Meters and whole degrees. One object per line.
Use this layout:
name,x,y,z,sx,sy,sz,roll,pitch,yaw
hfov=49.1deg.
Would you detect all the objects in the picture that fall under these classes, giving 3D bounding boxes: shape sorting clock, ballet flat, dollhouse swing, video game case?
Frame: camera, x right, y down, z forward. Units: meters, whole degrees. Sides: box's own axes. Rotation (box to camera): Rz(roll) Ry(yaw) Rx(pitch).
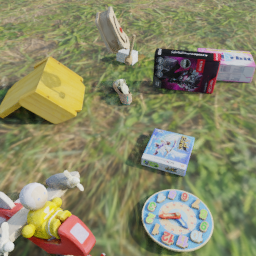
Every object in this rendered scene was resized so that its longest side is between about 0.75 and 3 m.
shape sorting clock,1.330,2.407,7.558,1.911,0.375,1.911,0,41,0
ballet flat,-0.221,-1.734,12.097,0.630,0.622,1.851,-13,43,-15
dollhouse swing,-3.519,-1.164,11.562,2.449,2.369,2.695,33,32,-27
video game case,1.376,0.762,9.447,1.445,0.362,1.594,14,43,15

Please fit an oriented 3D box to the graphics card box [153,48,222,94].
graphics card box,2.463,-2.455,12.083,2.728,1.712,0.694,9,47,9

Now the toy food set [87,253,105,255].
toy food set,-0.698,3.185,6.641,0.870,0.416,0.392,18,43,16

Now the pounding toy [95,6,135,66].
pounding toy,-0.215,-3.154,9.478,1.094,1.907,1.091,-16,27,21

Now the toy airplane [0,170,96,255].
toy airplane,-2.305,2.043,6.774,2.704,1.917,2.716,-6,33,-15

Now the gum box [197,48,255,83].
gum box,4.615,-3.004,13.337,2.677,0.885,1.519,6,42,7

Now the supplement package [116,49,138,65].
supplement package,-0.045,-3.692,14.370,0.965,0.566,0.564,23,46,24
